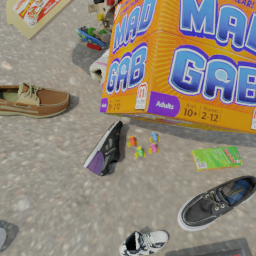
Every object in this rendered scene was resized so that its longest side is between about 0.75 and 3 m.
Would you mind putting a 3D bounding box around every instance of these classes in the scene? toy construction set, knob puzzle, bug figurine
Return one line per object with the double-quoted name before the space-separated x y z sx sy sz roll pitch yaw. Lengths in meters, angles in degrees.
"toy construction set" -1.030 -4.166 11.195 1.871 2.031 2.435 26 67 37
"knob puzzle" -2.666 -3.686 8.180 2.319 0.322 2.319 -5 72 15
"bug figurine" 0.539 0.495 8.752 1.057 0.272 0.820 -12 57 -8

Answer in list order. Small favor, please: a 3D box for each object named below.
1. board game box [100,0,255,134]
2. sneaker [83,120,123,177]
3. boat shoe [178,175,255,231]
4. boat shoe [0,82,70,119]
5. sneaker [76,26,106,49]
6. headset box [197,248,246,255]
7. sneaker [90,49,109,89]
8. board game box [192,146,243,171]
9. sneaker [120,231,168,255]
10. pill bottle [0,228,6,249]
"board game box" 1.344 -1.582 6.837 2.991 2.988 2.989 9 90 -22
"sneaker" -0.533 0.641 8.539 0.820 0.710 1.874 34 63 0
"boat shoe" 2.454 1.934 7.471 2.449 0.811 0.856 -19 59 -12
"boat shoe" -3.325 -0.959 9.267 2.725 1.006 1.031 -3 57 -2
"sneaker" -1.447 -3.746 11.388 1.546 0.548 0.641 38 71 25
"headset box" 1.829 3.689 6.012 2.298 0.862 1.708 -10 50 3
"sneaker" -0.209 -1.543 9.647 1.296 1.195 2.937 -39 56 -21
"board game box" 2.705 0.923 8.519 1.393 0.209 0.666 -7 57 -1
"sneaker" 0.411 2.803 6.887 1.278 0.831 0.510 -10 58 -7
"pill bottle" -3.766 2.700 7.066 1.177 0.652 0.652 15 58 10
